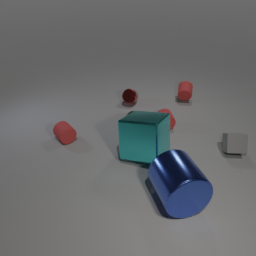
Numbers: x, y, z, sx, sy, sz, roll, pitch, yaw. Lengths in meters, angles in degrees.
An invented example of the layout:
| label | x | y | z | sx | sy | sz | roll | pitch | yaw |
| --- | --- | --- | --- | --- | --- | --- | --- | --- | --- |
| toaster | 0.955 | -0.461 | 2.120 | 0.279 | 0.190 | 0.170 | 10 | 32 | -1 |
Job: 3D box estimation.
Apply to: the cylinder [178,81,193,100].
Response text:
| label | x | y | z | sx | sy | sz | roll | pitch | yaw |
| --- | --- | --- | --- | --- | --- | --- | --- | --- | --- |
| cylinder | 2.838 | -1.849 | 13.892 | 0.700 | 0.700 | 0.700 | 6 | 52 | 11 |

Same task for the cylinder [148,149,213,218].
| label | x | y | z | sx | sy | sz | roll | pitch | yaw |
| --- | --- | --- | --- | --- | --- | --- | --- | --- | --- |
| cylinder | 1.448 | 1.553 | 7.949 | 1.400 | 1.400 | 1.400 | -8 | 32 | -14 |

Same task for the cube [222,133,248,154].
| label | x | y | z | sx | sy | sz | roll | pitch | yaw |
| --- | --- | --- | --- | --- | --- | --- | --- | --- | --- |
| cube | 3.852 | 0.545 | 10.136 | 0.700 | 0.700 | 0.700 | 2 | 1 | 4 |

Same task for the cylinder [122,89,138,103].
| label | x | y | z | sx | sy | sz | roll | pitch | yaw |
| --- | --- | --- | --- | --- | --- | --- | --- | --- | --- |
| cylinder | 0.115 | -1.556 | 13.702 | 0.700 | 0.700 | 0.700 | 6 | 6 | 9 |

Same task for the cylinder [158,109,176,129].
| label | x | y | z | sx | sy | sz | roll | pitch | yaw |
| --- | --- | --- | --- | --- | --- | --- | --- | --- | --- |
| cylinder | 1.592 | -0.364 | 11.877 | 0.700 | 0.700 | 0.700 | -4 | 32 | -7 |

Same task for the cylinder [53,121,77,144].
| label | x | y | z | sx | sy | sz | roll | pitch | yaw |
| --- | --- | --- | --- | --- | --- | --- | --- | --- | --- |
| cylinder | -2.475 | 0.174 | 10.969 | 0.700 | 0.700 | 0.700 | -20 | 37 | -30 |

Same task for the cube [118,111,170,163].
| label | x | y | z | sx | sy | sz | roll | pitch | yaw |
| --- | --- | --- | --- | --- | --- | --- | --- | --- | --- |
| cube | 0.598 | 0.268 | 9.738 | 1.400 | 1.400 | 1.400 | 6 | 20 | 25 |

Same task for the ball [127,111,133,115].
| label | x | y | z | sx | sy | sz | roll | pitch | yaw |
| --- | --- | --- | --- | --- | --- | --- | --- | --- | --- |
| ball | 0.239 | -0.377 | 11.920 | 0.700 | 0.700 | 0.700 | 0 | 31 | 0 |
